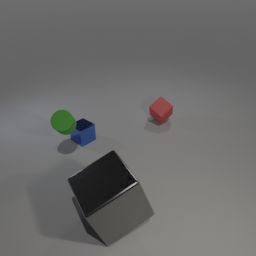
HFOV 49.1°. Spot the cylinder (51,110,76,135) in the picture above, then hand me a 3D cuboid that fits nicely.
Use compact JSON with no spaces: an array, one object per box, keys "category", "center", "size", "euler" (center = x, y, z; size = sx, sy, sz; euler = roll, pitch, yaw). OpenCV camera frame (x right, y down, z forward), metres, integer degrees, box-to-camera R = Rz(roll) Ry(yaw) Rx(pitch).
[{"category":"cylinder","center":[-2.074,-0.174,9.069],"size":[0.700,0.700,0.700],"euler":[-1,-10,-1]}]

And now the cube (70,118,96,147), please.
[{"category":"cube","center":[-1.710,0.155,10.573],"size":[0.700,0.700,0.700],"euler":[25,40,35]}]

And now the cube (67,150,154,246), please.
[{"category":"cube","center":[-0.423,1.709,6.961],"size":[1.400,1.400,1.400],"euler":[-32,39,-10]}]

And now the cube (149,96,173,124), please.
[{"category":"cube","center":[1.370,-0.733,11.590],"size":[0.700,0.700,0.700],"euler":[-42,68,-12]}]
